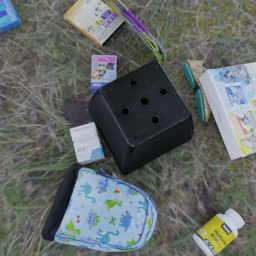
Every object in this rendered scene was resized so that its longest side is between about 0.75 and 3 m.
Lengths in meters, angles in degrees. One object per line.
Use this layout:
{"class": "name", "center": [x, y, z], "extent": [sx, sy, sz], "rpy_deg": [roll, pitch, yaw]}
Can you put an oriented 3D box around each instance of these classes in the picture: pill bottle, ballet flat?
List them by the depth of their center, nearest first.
{"class": "pill bottle", "center": [2.719, 3.084, 8.342], "extent": [1.440, 0.802, 0.802], "rpy_deg": [-38, 79, -9]}
{"class": "ballet flat", "center": [2.534, -1.334, 9.425], "extent": [0.733, 0.792, 2.247], "rpy_deg": [-13, 78, -3]}

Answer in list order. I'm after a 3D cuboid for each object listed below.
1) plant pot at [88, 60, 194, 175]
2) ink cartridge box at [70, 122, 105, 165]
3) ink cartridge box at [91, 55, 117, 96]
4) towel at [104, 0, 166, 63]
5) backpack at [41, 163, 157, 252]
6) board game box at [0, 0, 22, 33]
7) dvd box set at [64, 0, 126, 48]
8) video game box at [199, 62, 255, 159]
{"class": "plant pot", "center": [0.413, -0.412, 8.357], "extent": [2.687, 2.389, 2.694], "rpy_deg": [-28, 80, -6]}
{"class": "ink cartridge box", "center": [-1.283, 0.510, 8.957], "extent": [0.806, 0.802, 1.098], "rpy_deg": [-16, 77, -4]}
{"class": "ink cartridge box", "center": [-0.839, -1.830, 9.796], "extent": [0.876, 0.308, 1.468], "rpy_deg": [1, 79, 0]}
{"class": "towel", "center": [0.146, -3.366, 9.117], "extent": [0.339, 2.140, 2.980], "rpy_deg": [-42, 88, 11]}
{"class": "backpack", "center": [-0.650, 2.416, 8.005], "extent": [2.896, 2.226, 2.362], "rpy_deg": [25, 62, -9]}
{"class": "board game box", "center": [-5.225, -4.111, 9.985], "extent": [2.186, 0.492, 1.663], "rpy_deg": [-25, 98, -6]}
{"class": "dvd box set", "center": [-1.220, -4.006, 10.316], "extent": [1.875, 0.276, 1.372], "rpy_deg": [38, 78, 8]}
{"class": "video game box", "center": [3.935, -0.665, 8.984], "extent": [2.594, 0.667, 2.848], "rpy_deg": [-12, 76, -23]}
